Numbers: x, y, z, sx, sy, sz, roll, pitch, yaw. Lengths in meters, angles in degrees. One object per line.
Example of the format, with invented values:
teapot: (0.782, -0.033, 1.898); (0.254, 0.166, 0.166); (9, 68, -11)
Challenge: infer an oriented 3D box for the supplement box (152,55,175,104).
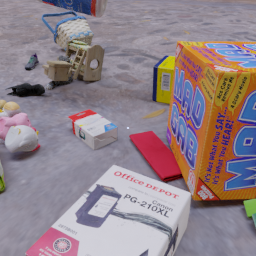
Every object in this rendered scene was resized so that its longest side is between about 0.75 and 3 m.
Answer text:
supplement box: (2.033, -1.451, 8.966); (2.240, 1.227, 1.219); (13, 34, 22)

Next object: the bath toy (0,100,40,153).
bath toy: (-2.891, -0.045, 7.131); (2.234, 0.972, 0.826); (30, -2, 42)

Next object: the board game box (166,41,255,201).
board game box: (2.317, -0.298, 5.697); (2.428, 2.430, 2.428); (-1, 28, -5)

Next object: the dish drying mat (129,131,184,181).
dish drying mat: (0.678, 0.607, 6.599); (0.706, 0.167, 1.838); (-11, 32, -19)

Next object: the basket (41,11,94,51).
basket: (-2.986, -4.960, 14.077); (1.987, 1.568, 2.254); (-25, 77, -35)

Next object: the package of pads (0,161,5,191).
package of pads: (-3.681, 0.906, 5.548); (2.155, 0.735, 1.665); (-16, 33, -24)

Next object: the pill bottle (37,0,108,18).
pill bottle: (-1.738, -3.889, 7.377); (2.435, 1.367, 1.367); (14, 32, -1)

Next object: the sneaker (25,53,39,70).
sneaker: (-4.177, -2.867, 12.043); (0.403, 0.473, 1.082); (2, 31, 3)

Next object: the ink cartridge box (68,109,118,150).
ink cartridge box: (-0.942, 0.004, 7.321); (0.746, 0.432, 1.285); (-23, 38, -33)

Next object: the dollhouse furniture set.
dollhouse furniture set: (-2.478, -2.748, 10.560); (2.103, 1.322, 2.378); (-11, 30, -44)

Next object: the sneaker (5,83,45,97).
sneaker: (-3.484, -1.262, 9.503); (1.299, 0.390, 0.677); (14, 33, 30)

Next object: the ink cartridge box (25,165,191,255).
ink cartridge box: (-0.140, 1.637, 4.176); (1.520, 0.885, 2.099); (16, 35, 25)

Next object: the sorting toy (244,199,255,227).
sorting toy: (2.929, 1.922, 4.199); (2.543, 0.374, 1.880); (18, 36, 28)

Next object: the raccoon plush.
raccoon plush: (-2.484, -2.059, 10.230); (0.692, 0.958, 1.430); (7, 32, 11)
